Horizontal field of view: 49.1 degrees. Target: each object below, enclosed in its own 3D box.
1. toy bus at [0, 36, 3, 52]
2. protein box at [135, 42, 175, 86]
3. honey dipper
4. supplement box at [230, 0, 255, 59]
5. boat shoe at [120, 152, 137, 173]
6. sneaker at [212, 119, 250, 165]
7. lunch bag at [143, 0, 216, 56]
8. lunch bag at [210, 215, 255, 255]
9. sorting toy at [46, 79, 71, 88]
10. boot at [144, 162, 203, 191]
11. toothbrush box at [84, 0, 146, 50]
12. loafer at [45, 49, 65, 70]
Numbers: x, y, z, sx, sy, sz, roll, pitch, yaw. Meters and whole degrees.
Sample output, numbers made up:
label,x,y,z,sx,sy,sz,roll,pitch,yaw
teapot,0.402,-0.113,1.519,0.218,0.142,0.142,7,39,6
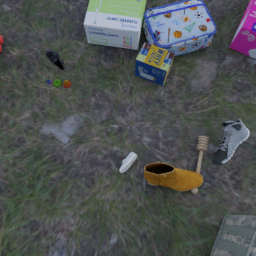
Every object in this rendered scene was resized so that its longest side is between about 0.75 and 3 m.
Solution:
label,x,y,z,sx,sy,sz,roll,pitch,yaw
toy bus,-6.388,-3.187,10.678,2.757,1.949,2.872,12,74,-13
protein box,0.985,-2.389,10.592,1.207,1.198,0.814,22,73,7
honey dipper,2.498,1.294,9.858,0.385,0.385,2.027,13,77,4
supplement box,5.368,-4.340,11.135,1.403,1.432,2.772,25,75,7
boat shoe,-0.045,1.200,9.904,0.290,0.305,0.847,34,82,34
sneaker,3.308,0.346,9.496,1.769,0.664,1.021,-44,118,-15
lunch bag,1.955,-4.065,11.265,2.726,1.030,2.184,-14,71,-6
lunch bag,3.310,3.969,7.948,1.585,2.211,2.696,28,73,3
sorting toy,-2.707,-1.796,10.859,0.962,0.331,0.334,7,72,1
boot,1.517,1.550,9.082,2.007,1.437,0.706,-1,64,4
toothbrush box,-0.404,-4.877,11.378,2.130,1.259,2.926,8,71,3
loafer,-2.730,-2.582,10.639,0.384,1.068,0.336,-27,63,11
